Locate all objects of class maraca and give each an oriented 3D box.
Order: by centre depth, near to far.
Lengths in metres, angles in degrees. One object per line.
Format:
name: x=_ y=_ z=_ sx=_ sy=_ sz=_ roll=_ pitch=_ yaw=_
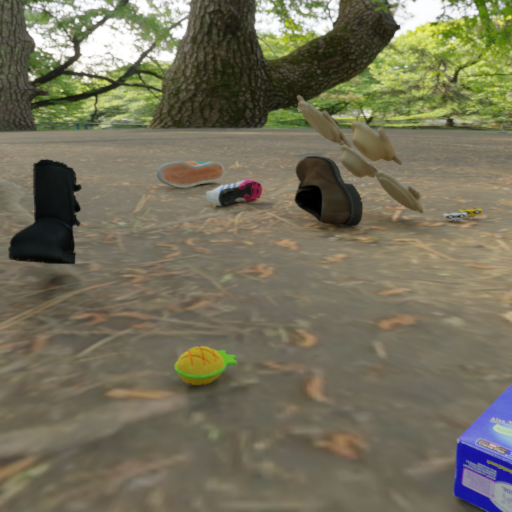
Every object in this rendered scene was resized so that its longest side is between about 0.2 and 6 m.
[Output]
maraca: x=-0.484 y=1.040 z=5.410 sx=0.446 sy=0.348 sz=0.651 roll=21 pitch=23 yaw=39

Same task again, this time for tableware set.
tableware set: x=2.302 y=-2.234 z=12.228 sx=2.756 sy=0.383 sz=3.299 roll=42 pitch=1 yaw=-44

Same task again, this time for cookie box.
cookie box: x=2.151 y=1.405 z=3.872 sx=1.088 sy=0.478 sz=1.272 roll=15 pitch=21 yaw=41

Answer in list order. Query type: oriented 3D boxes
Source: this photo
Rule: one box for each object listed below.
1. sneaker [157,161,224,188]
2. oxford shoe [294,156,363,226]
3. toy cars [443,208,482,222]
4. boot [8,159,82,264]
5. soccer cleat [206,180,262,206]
sneaker: x=-2.124 y=-2.507 z=17.193 sx=2.267 sy=0.809 sz=0.906 roll=-8 pitch=10 yaw=-38
oxford shoe: x=1.305 y=-1.543 z=12.376 sx=1.126 sy=0.969 sz=2.667 roll=-4 pitch=30 yaw=-16
toy cars: x=4.574 y=-0.879 z=12.390 sx=0.986 sy=0.218 sz=0.442 roll=-13 pitch=14 yaw=-30
boot: x=-3.015 y=-0.646 z=8.075 sx=0.670 sy=1.483 sz=1.810 roll=-1 pitch=-3 yaw=0
soccer cleat: x=-0.567 y=-1.657 z=14.397 sx=0.728 sy=0.589 sz=1.686 roll=13 pitch=21 yaw=39
